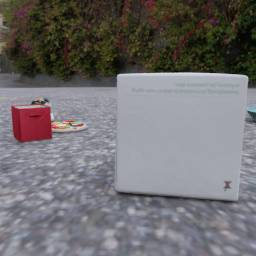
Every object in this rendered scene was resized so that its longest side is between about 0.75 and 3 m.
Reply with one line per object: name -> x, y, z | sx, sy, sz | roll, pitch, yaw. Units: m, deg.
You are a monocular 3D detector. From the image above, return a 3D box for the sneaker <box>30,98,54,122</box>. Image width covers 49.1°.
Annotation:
sneaker -> -3.492, -0.589, 10.541 | 0.949, 1.018, 2.568 | 2, 12, -1

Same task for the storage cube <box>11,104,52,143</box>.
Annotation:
storage cube -> -2.873, -0.175, 8.357 | 0.930, 0.978, 1.087 | -7, 12, -34

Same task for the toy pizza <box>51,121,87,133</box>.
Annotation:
toy pizza -> -2.228, -0.086, 9.871 | 1.547, 0.245, 1.547 | 0, 10, 0

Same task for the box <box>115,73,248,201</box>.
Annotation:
box -> 0.833, 0.015, 4.759 | 1.879, 1.888, 1.617 | 3, 13, 10

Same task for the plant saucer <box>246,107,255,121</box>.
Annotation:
plant saucer -> 6.245, -0.468, 11.267 | 2.792, 0.502, 2.792 | 0, 11, 0
